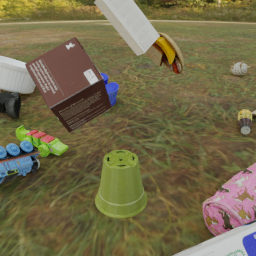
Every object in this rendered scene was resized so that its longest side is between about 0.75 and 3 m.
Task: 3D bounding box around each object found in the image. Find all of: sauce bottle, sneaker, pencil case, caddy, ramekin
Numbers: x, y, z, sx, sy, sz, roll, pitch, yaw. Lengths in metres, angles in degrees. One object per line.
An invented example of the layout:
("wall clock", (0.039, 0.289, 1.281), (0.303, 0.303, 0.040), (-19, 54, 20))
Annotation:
("sauce bottle", (4.298, -0.230, 10.247), (0.507, 0.507, 1.536), (8, 27, 15))
("sneaker", (-5.186, -0.960, 11.432), (1.418, 0.816, 2.719), (-7, 23, -14))
("pencil case", (2.659, 1.556, 6.164), (2.380, 0.985, 1.030), (-21, 8, -35))
("caddy", (-1.421, -1.461, 12.048), (1.531, 1.137, 2.165), (42, 44, 23))
("ramekin", (-5.511, -2.524, 13.187), (2.556, 1.246, 2.556), (17, 11, -3))

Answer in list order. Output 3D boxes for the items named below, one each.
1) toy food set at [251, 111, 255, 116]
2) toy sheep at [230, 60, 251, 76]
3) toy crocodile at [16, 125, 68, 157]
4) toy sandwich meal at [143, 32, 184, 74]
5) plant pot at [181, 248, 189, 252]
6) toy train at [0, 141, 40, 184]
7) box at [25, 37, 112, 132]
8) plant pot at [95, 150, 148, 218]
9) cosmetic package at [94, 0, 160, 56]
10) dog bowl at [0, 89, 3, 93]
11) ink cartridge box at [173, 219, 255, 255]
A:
("toy food set", (5.487, -0.444, 10.907), (0.909, 0.383, 1.267), (-20, 25, -34))
("toy sheep", (6.491, -3.443, 16.238), (0.836, 0.836, 1.213), (-21, 14, -36))
("toy crocodile", (-2.738, 0.401, 8.855), (1.973, 0.609, 0.666), (17, 31, 30))
("toy sandwich meal", (1.240, -2.632, 10.087), (0.649, 1.896, 1.896), (-36, 35, -7))
("plant pot", (1.212, 2.546, 4.259), (1.116, 1.116, 0.973), (11, 47, 21))
("toy train", (-3.061, 0.916, 7.483), (1.595, 0.692, 0.911), (-12, 69, -58))
("box", (-1.395, -1.004, 7.027), (1.376, 1.676, 1.390), (-31, 71, -6))
("plant pot", (-0.156, 1.212, 6.567), (1.279, 1.214, 1.279), (1, 27, 0))
("cosmetic package", (-0.005, -2.072, 5.374), (0.534, 1.294, 0.328), (-51, 22, -20))
("dog bowl", (-6.503, -1.655, 12.992), (1.401, 0.517, 1.401), (-1, 22, 1))
("ink cartridge box", (1.812, 2.665, 3.480), (2.671, 0.635, 2.703), (-12, 70, -22))
